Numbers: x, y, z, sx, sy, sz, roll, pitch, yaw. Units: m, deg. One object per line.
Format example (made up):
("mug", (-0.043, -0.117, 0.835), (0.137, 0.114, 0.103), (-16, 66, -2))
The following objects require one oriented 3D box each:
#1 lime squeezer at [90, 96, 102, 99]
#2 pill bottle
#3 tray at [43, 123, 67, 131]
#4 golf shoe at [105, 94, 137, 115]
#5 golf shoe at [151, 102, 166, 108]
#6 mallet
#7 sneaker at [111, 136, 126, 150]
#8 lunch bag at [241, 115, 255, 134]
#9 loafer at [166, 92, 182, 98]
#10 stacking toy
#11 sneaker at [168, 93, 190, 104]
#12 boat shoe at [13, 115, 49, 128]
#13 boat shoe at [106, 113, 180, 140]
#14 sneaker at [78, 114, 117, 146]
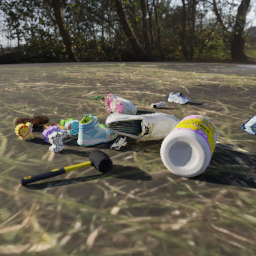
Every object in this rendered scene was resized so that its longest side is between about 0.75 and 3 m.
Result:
("lime squeezer", (-1.958, -1.953, 18.061), (0.986, 0.186, 0.348), (-19, -5, -43))
("pill bottle", (1.956, 0.383, 8.454), (1.334, 1.334, 2.559), (7, 19, 22))
("tray", (-3.012, 0.018, 11.565), (0.512, 0.192, 1.038), (-16, 24, -42))
("golf shoe", (-0.398, -1.118, 14.347), (1.155, 0.951, 2.525), (7, 16, -25))
("golf shoe", (1.704, -1.230, 15.434), (0.862, 0.313, 0.397), (-10, 22, -1))
("mallet", (-1.681, 1.100, 7.739), (2.453, 0.505, 0.808), (-10, 20, -18))
("sneaker", (-0.345, 0.509, 9.747), (0.307, 0.333, 0.832), (10, 21, 26))
("lunch bag", (5.018, -0.159, 11.276), (0.672, 0.503, 0.790), (-39, 6, 0))
("loafer", (2.983, -2.159, 18.230), (1.097, 0.397, 0.399), (4, 18, 15))
("stacking toy", (-2.477, 0.052, 10.690), (2.098, 0.654, 2.783), (14, 21, 37))
("sneaker", (3.032, -1.763, 16.702), (1.428, 0.550, 0.541), (14, 20, 36))
("boat shoe", (-4.084, -0.217, 11.958), (1.458, 0.525, 0.493), (-5, 50, -28))
("boat shoe", (0.572, 0.031, 10.083), (2.770, 1.019, 0.925), (0, 17, 1))
("sneaker", (-1.063, -0.024, 10.187), (1.653, 1.079, 0.657), (-15, 21, -40))
